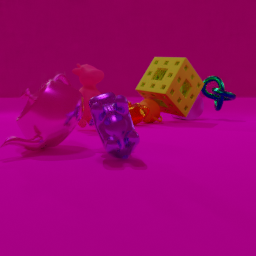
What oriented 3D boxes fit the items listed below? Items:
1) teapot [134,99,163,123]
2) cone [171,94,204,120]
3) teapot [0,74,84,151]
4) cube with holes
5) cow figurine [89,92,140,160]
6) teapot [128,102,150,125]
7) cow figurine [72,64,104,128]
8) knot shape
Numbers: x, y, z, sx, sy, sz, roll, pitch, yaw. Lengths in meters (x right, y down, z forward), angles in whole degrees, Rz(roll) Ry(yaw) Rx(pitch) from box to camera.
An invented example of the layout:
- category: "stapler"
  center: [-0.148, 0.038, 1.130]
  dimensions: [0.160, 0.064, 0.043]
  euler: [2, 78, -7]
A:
- category: "teapot"
  center: [0.546, -0.506, 8.548]
  dimensions: [1.224, 0.761, 0.599]
  euler: [31, 38, 25]
- category: "cone"
  center: [1.864, -0.670, 10.303]
  dimensions: [1.327, 1.327, 1.332]
  euler: [-2, -20, -17]
- category: "teapot"
  center: [-1.293, -0.234, 4.373]
  dimensions: [1.128, 0.888, 1.814]
  euler: [-29, 31, 39]
- category: "cube with holes"
  center: [1.315, -1.294, 8.763]
  dimensions: [1.273, 1.273, 1.273]
  euler: [18, -17, 48]
- category: "cow figurine"
  center: [-0.220, -0.043, 3.984]
  dimensions: [0.617, 1.123, 1.105]
  euler: [-19, -17, -8]
- category: "teapot"
  center: [0.076, -0.438, 7.967]
  dimensions: [1.248, 0.611, 0.776]
  euler: [-4, 20, 35]
- category: "cow figurine"
  center: [-0.997, -0.816, 6.745]
  dimensions: [0.711, 1.274, 1.295]
  euler: [-11, -26, -49]
- category: "knot shape"
  center: [3.192, -1.146, 9.967]
  dimensions: [0.594, 1.202, 1.285]
  euler: [-36, 53, -14]
